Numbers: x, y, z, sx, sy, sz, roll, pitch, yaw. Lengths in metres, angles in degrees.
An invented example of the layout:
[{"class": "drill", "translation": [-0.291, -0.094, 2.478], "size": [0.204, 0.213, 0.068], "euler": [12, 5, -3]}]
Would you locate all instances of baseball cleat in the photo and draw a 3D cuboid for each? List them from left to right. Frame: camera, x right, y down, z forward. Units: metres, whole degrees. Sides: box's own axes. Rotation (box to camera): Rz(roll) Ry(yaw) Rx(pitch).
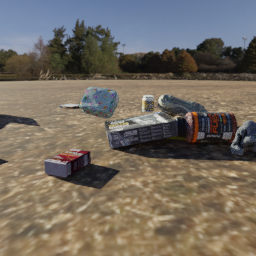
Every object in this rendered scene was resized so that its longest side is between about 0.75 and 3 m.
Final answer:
[{"class": "baseball cleat", "translation": [2.447, -0.788, 12.556], "size": [2.300, 0.802, 1.224], "euler": [26, -25, 8]}]

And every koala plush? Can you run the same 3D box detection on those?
[{"class": "koala plush", "translation": [3.582, 0.387, 7.674], "size": [0.949, 0.983, 1.070], "euler": [-10, 28, -38]}]

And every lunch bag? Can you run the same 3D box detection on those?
[{"class": "lunch bag", "translation": [-1.186, -1.132, 12.034], "size": [1.582, 1.269, 0.610], "euler": [13, -27, 20]}]

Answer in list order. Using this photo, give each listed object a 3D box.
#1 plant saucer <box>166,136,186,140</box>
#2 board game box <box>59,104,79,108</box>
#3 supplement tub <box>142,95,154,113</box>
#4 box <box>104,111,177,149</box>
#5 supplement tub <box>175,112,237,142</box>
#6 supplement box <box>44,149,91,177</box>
[{"class": "plant saucer", "translation": [1.630, 0.101, 10.134], "size": [1.253, 0.300, 1.255], "euler": [4, 14, 20]}, {"class": "board game box", "translation": [-3.487, -1.318, 16.893], "size": [0.948, 0.123, 0.948], "euler": [6, 14, 28]}, {"class": "supplement tub", "translation": [0.941, -1.131, 13.079], "size": [0.543, 0.751, 0.543], "euler": [1, 15, 0]}, {"class": "box", "translation": [0.339, 0.019, 9.241], "size": [2.150, 0.535, 1.695], "euler": [-10, 14, -5]}, {"class": "supplement tub", "translation": [2.460, -0.020, 9.071], "size": [1.867, 0.999, 0.999], "euler": [0, 13, 0]}, {"class": "supplement box", "translation": [-1.429, 0.821, 6.781], "size": [0.601, 0.336, 1.104], "euler": [5, 12, 22]}]
